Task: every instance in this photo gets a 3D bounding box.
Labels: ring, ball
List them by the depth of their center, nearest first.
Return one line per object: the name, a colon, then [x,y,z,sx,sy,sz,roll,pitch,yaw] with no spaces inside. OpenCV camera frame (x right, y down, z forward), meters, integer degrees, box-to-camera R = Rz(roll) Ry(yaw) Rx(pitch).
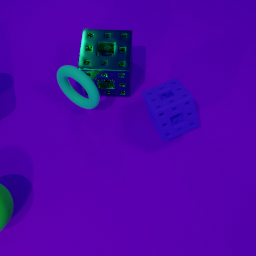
ball: [-2.996,1.669,5.779,1.163,1.163,1.163,0,69,0]
ring: [-1.176,-0.943,6.606,1.210,1.210,0.242,33,61,12]

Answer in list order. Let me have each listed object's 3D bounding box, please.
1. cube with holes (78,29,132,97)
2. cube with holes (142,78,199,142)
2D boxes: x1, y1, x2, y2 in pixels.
cube with holes: [-0.507,-1.606,7.048,1.178,1.178,1.178,2,67,2]
cube with holes: [0.944,-0.415,6.286,0.874,0.874,0.874,-23,39,-1]
